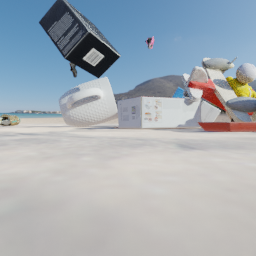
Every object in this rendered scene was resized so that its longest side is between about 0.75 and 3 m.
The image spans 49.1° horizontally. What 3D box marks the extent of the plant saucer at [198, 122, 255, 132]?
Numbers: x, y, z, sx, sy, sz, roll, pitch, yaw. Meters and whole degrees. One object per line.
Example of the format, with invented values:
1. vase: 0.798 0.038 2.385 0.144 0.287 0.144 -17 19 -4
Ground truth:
1. plant saucer: 2.421 -0.034 6.411 1.214 0.223 1.216 0 2 -17

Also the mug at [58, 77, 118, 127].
1. mug: -1.796 -1.108 12.248 2.333 1.965 2.662 -16 -9 -5

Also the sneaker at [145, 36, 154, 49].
1. sneaker: 1.002 -4.058 13.353 0.405 0.849 0.335 7 -41 14

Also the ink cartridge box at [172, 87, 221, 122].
1. ink cartridge box: 3.046 -0.944 12.943 2.129 0.896 1.539 31 8 10

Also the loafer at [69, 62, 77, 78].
1. loafer: -2.809 -2.967 14.249 0.324 0.897 0.326 -29 39 -34

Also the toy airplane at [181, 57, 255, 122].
1. toy airplane: 3.252 -1.391 9.291 2.028 2.873 2.861 -49 -15 32

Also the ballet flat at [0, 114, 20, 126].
1. ballet flat: -6.891 -0.411 15.772 2.014 0.710 0.658 -4 15 38

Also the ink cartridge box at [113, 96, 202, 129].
1. ink cartridge box: 0.901 -0.476 9.458 2.339 0.981 2.054 -1 1 -29

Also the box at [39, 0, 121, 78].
1. box: -1.790 -3.372 10.692 1.381 2.190 2.228 -42 -25 15
